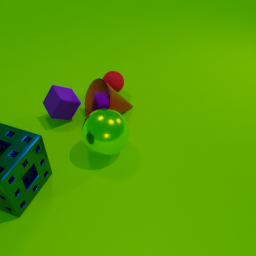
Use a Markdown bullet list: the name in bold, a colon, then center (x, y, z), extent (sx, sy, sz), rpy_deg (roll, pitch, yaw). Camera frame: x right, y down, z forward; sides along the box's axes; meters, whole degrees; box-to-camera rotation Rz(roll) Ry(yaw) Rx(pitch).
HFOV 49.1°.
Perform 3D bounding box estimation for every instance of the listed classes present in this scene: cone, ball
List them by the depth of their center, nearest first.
- **ball**: center (-0.592, 0.115, 7.386), extent (1.257, 1.257, 1.257), rpy_deg (0, 43, 0)
- **cone**: center (-0.386, -0.736, 8.745), extent (1.430, 1.424, 1.424), rpy_deg (3, 35, -38)
- **ball**: center (-0.486, -1.510, 9.215), extent (0.741, 0.741, 0.741), rpy_deg (0, 43, 0)

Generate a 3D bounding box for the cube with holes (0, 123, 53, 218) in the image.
- **cube with holes**: center (-2.813, 0.920, 6.451), extent (1.366, 1.366, 1.366), rpy_deg (15, 45, 15)

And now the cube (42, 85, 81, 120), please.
- **cube**: center (-1.997, -0.755, 8.434), extent (0.730, 0.730, 0.730), rpy_deg (6, 39, -47)
